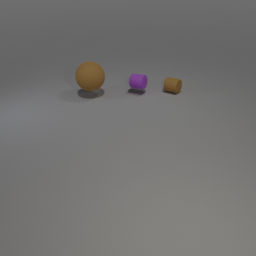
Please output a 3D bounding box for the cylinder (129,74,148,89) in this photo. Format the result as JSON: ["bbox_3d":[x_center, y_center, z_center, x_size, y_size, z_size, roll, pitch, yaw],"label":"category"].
[{"bbox_3d":[0.515,-2.308,13.871,0.700,0.700,0.700,11,32,27],"label":"cylinder"}]

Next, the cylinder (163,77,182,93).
[{"bbox_3d":[2.259,-2.166,14.119,0.700,0.700,0.700,19,35,32],"label":"cylinder"}]

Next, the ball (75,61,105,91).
[{"bbox_3d":[-1.798,-2.455,13.333,1.400,1.400,1.400,0,30,0],"label":"ball"}]
